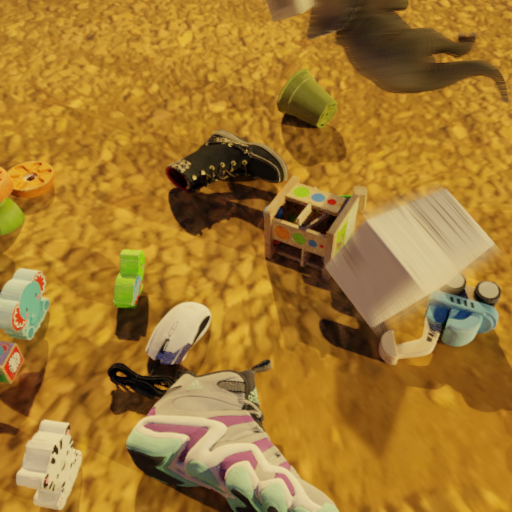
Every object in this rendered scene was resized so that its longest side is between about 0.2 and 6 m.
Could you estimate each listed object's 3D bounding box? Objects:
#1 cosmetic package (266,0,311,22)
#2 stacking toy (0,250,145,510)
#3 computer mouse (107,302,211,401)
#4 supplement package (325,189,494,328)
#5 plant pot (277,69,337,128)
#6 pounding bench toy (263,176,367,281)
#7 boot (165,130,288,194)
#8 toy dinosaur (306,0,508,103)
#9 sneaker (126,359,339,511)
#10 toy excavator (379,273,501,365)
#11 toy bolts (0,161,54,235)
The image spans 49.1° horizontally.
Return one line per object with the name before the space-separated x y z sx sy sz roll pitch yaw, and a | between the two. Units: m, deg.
cosmetic package | 0.685 -4.169 8.909 0.573 0.484 1.110 -1 32 37
stacking toy | -3.326 1.115 7.172 2.959 0.922 3.925 6 46 6
computer mouse | -1.177 1.143 7.517 0.900 0.360 1.641 17 48 18
supplement package | 1.331 -0.008 4.826 1.212 0.690 0.664 -21 68 -39
plant pot | 1.098 -3.080 11.314 0.952 1.002 1.002 41 58 17
pounding bench toy | 0.919 -0.649 8.816 1.239 0.987 1.588 21 50 20
boot | -0.532 -1.472 9.845 1.903 0.687 1.437 31 55 33
toy dinosaur | 1.289 -2.002 5.347 1.172 0.882 2.292 -38 82 -21
sneaker | -0.048 1.935 6.337 2.450 0.952 1.713 19 50 16
toy excavator | 2.487 0.941 7.566 1.384 0.711 1.423 16 57 16
toy bolts | -4.602 -1.540 9.435 1.913 1.327 1.827 19 49 17
